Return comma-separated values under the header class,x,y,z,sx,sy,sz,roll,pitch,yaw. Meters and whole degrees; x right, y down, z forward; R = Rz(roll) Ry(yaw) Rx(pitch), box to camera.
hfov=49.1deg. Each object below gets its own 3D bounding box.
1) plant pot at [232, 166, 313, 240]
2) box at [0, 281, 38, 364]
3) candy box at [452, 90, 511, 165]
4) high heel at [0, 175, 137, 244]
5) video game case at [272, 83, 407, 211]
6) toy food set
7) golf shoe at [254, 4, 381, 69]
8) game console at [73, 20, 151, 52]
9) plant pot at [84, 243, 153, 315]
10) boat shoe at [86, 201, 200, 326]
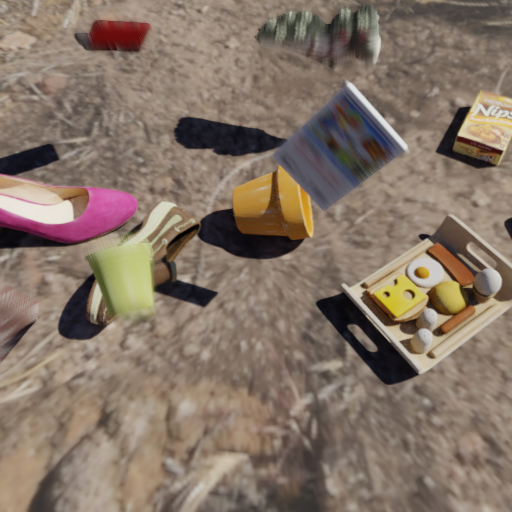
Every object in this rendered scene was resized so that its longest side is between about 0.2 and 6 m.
class,x,y,z,sx,sy,sz,roll,pitch,yaw
plant pot,0.257,-0.835,9.247,1.146,1.252,1.252,-9,53,12
box,-3.143,0.505,6.018,0.691,1.381,0.517,-50,27,6
candy box,4.505,-2.502,10.833,0.892,0.428,1.546,24,58,18
high heel,-3.531,-0.985,9.114,3.017,1.447,1.016,-2,54,-1
video game case,0.998,-1.305,7.000,1.024,1.430,0.129,46,42,-8
toy food set,2.705,0.479,8.508,2.382,0.720,1.709,-30,59,-20
golf shoe,1.031,-3.630,9.602,2.176,0.958,0.840,7,55,22
game console,-2.253,-3.507,8.725,0.939,0.557,0.809,-12,44,-36
plant pot,-1.232,0.234,5.260,0.634,0.634,0.583,-13,86,-9
boat shoe,-1.645,0.125,8.685,0.905,0.903,2.446,23,57,9
